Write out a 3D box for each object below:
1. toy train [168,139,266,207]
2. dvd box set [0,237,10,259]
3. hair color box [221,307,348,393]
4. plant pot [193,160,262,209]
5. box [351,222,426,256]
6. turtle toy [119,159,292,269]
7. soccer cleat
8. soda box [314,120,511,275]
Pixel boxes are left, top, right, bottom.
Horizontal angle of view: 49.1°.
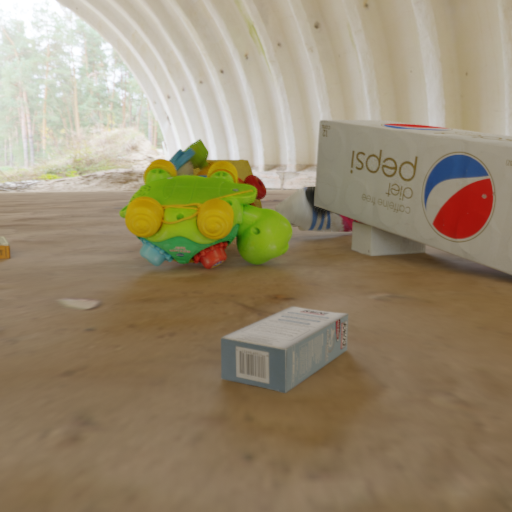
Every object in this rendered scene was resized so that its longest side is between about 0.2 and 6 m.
[{"bbox_3d":[-0.738,-1.426,10.178,1.207,1.651,2.852,-35,16,24],"label":"toy train"},{"bbox_3d":[-5.036,-0.097,9.160,1.795,0.264,1.314,-4,9,-28],"label":"dvd box set"},{"bbox_3d":[0.235,0.628,3.983,0.502,0.307,1.014,5,10,31],"label":"hair color box"},{"bbox_3d":[-0.999,-1.418,13.270,1.936,1.708,1.937,-4,10,-23],"label":"plant pot"},{"bbox_3d":[2.309,-0.327,9.768,1.090,0.531,0.678,-3,10,-19],"label":"box"},{"bbox_3d":[-0.731,-0.497,8.226,2.547,1.287,1.856,3,32,0],"label":"turtle toy"},{"bbox_3d":[1.358,-0.957,12.196,1.127,0.912,2.610,-21,-16,30],"label":"soccer cleat"},{"bbox_3d":[2.894,-1.063,8.475,1.513,1.618,4.752,-7,20,-30],"label":"soda box"}]
